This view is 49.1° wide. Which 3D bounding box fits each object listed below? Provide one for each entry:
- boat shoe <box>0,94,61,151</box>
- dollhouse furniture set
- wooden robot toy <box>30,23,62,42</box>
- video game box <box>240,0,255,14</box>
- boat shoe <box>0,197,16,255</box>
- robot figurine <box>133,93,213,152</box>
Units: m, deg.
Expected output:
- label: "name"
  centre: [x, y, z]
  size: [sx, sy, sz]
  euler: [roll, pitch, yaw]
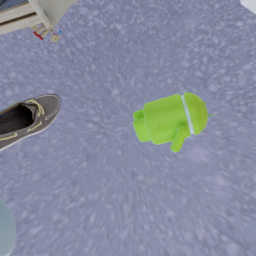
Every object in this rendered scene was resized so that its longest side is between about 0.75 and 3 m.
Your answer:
- label: "boat shoe"
  centre: [-1.614, -0.173, 4.419]
  size: [0.568, 0.471, 1.582]
  euler: [51, 46, 0]
- label: "dollhouse furniture set"
  centre: [-1.694, -3.236, 4.851]
  size: [1.966, 1.955, 2.790]
  euler: [4, 51, 37]
- label: "wooden robot toy"
  centre: [-1.903, -2.291, 6.101]
  size: [0.475, 1.078, 0.489]
  euler: [-32, 71, 12]
- label: "video game box"
  centre: [2.993, -3.302, 6.088]
  size: [2.156, 0.505, 1.964]
  euler: [4, 73, -41]
- label: "boat shoe"
  centre: [-2.168, 1.296, 4.096]
  size: [0.573, 0.735, 1.620]
  euler: [-7, 49, -47]
- label: "robot figurine"
  centre: [0.700, -0.152, 4.454]
  size: [1.206, 0.698, 1.058]
  euler: [-15, 33, 11]
